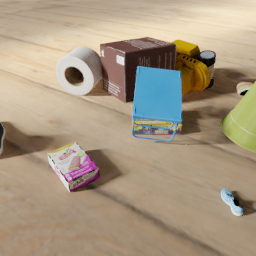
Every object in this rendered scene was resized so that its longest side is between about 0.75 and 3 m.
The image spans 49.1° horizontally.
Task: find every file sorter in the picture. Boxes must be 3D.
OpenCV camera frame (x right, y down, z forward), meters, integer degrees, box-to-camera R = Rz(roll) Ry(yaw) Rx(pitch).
[{"bbox_3d":[1.023,-0.889,10.522,1.666,1.473,2.400,7,55,-1],"label":"file sorter"}]

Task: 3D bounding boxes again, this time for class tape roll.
[{"bbox_3d":[-2.294,-2.772,13.597,1.996,1.996,1.371,11,37,15],"label":"tape roll"}]

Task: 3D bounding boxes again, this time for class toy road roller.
[{"bbox_3d":[2.827,-2.940,14.063,2.174,1.830,2.978,-35,49,-23],"label":"toy road roller"}]

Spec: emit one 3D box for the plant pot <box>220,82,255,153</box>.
[{"bbox_3d":[4.888,-0.616,10.116,2.295,2.179,2.295,11,35,-8],"label":"plant pot"}]

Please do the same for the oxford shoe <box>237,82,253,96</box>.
[{"bbox_3d":[6.277,-1.697,13.299,2.087,0.739,0.770,2,41,18],"label":"oxford shoe"}]

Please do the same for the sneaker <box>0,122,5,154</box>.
[{"bbox_3d":[-5.235,-0.053,10.509,0.892,1.252,2.524,-14,37,-16],"label":"sneaker"}]

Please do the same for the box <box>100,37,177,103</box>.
[{"bbox_3d":[0.460,-2.821,13.140,2.777,2.280,2.303,-17,32,-26],"label":"box"}]

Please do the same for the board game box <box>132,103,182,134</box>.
[{"bbox_3d":[1.131,-0.412,11.598,1.959,0.555,1.619,0,38,0],"label":"board game box"}]

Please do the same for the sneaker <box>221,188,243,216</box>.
[{"bbox_3d":[3.108,2.100,8.260,0.365,0.419,0.932,-12,38,-15],"label":"sneaker"}]

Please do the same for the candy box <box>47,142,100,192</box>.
[{"bbox_3d":[-1.834,1.246,9.357,1.123,0.502,1.646,-24,42,-28],"label":"candy box"}]
